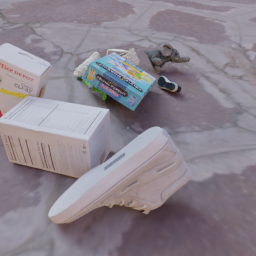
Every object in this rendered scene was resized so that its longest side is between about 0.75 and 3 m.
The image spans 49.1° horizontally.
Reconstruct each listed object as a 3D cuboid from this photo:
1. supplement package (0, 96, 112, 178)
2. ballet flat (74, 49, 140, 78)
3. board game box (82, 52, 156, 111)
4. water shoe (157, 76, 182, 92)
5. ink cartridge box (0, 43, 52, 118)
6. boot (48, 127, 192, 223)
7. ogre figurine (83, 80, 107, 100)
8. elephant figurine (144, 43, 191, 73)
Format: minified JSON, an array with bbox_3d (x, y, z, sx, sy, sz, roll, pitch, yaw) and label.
[{"bbox_3d":[-1.735,0.197,6.951,2.341,1.282,1.332,11,37,15],"label":"supplement package"},{"bbox_3d":[-0.843,-2.524,10.558,2.535,0.910,0.910,-10,39,-1],"label":"ballet flat"},{"bbox_3d":[-0.162,-1.557,8.809,1.749,0.544,2.317,32,26,1],"label":"board game box"},{"bbox_3d":[1.447,-1.503,9.916,0.430,0.390,1.090,16,19,-36],"label":"water shoe"},{"bbox_3d":[-3.122,-1.116,7.797,1.413,1.947,0.812,24,36,-7],"label":"ink cartridge box"},{"bbox_3d":[-0.098,1.351,5.717,2.931,1.401,1.078,-36,15,7],"label":"boot"},{"bbox_3d":[-0.738,-1.417,9.502,1.572,0.771,0.943,26,21,-16],"label":"ogre figurine"},{"bbox_3d":[1.520,-2.797,10.826,1.339,1.039,0.948,-31,31,1],"label":"elephant figurine"}]
